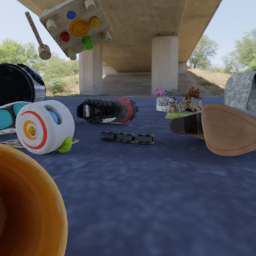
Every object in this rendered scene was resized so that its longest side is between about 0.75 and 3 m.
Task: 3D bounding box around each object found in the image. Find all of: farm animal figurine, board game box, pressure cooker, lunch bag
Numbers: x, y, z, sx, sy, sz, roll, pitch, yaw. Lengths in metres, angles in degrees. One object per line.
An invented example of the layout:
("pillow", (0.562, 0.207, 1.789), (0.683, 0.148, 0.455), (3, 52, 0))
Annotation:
("farm animal figurine", (2.427, -1.154, 13.678), (2.198, 1.105, 1.775), (1, -25, 25))
("board game box", (2.285, -1.368, 16.715), (0.739, 0.726, 1.409), (-2, 8, -14))
("pressure cooker", (-5.062, -1.664, 12.652), (2.468, 2.430, 2.763), (-1, 7, -1))
("lunch bag", (3.895, -0.911, 9.102), (1.116, 1.899, 1.557), (-1, 7, -7))

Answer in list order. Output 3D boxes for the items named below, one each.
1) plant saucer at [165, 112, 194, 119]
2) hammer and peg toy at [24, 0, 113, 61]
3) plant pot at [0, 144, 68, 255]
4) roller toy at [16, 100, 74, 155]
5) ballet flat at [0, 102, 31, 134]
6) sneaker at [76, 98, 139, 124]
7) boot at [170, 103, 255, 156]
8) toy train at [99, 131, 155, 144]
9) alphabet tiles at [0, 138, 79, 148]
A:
("plant saucer", (2.477, -0.582, 12.830), (1.547, 0.240, 1.547), (1, 8, 0))
("hammer and peg toy", (-2.167, -3.452, 9.995), (2.919, 1.029, 2.147), (-25, -32, 5))
("plant pot", (-1.005, 0.627, 1.742), (1.010, 1.010, 0.925), (-5, -7, -31))
("roller toy", (-1.709, -0.019, 5.671), (1.132, 1.033, 0.791), (10, 17, 27))
("ballet flat", (-3.535, -0.210, 8.195), (0.972, 0.972, 2.800), (4, 10, 25))
("sneaker", (-0.904, -0.625, 10.446), (2.748, 0.971, 1.342), (4, 8, 42))
("boot", (2.447, -0.064, 6.342), (2.113, 1.015, 2.890), (-3, 8, -29))
("toy train", (-0.011, 0.242, 6.874), (1.494, 0.255, 0.342), (3, -4, 27))
("alphabet tiles", (-2.107, 0.337, 6.805), (1.636, 0.062, 1.368), (3, 8, 16))
